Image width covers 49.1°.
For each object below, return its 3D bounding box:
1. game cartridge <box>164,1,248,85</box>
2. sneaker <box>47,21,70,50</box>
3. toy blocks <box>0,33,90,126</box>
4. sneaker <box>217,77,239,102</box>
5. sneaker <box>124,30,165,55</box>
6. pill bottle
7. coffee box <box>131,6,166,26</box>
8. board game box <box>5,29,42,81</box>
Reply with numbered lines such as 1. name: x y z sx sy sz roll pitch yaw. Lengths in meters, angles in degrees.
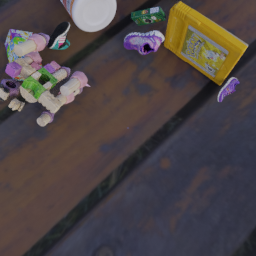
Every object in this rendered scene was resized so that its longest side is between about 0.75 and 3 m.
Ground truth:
1. game cartridge: 1.968 -2.241 7.665 2.152 1.897 0.349 37 78 11
2. sneaker: -1.960 -2.753 8.533 0.998 0.602 0.417 -40 71 24
3. toy blocks: -2.166 -1.336 7.636 1.855 1.985 1.671 41 39 -6
4. sneaker: 2.791 -1.042 7.808 0.329 0.318 0.788 40 102 23
5. sneaker: 0.384 -2.413 8.134 1.342 0.540 0.593 6 72 38
6. pill bottle: -1.449 -4.209 8.592 1.378 1.378 2.457 -25 60 -9
7. coffee box: 0.624 -3.407 8.547 0.942 0.579 0.207 -2 83 27
8. board game box: -3.055 -2.104 8.165 0.688 0.676 1.312 -4 65 -39
